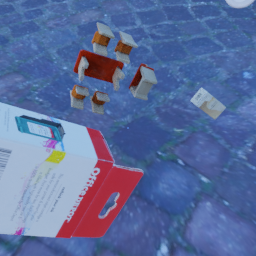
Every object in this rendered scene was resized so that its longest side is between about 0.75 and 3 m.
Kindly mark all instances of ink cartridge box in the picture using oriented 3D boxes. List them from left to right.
[{"bbox_3d":[-1.290,0.675,3.987,2.650,1.539,0.891,18,24,-31],"label":"ink cartridge box"}]

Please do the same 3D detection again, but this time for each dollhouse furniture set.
[{"bbox_3d":[-0.323,-1.304,6.539,1.832,1.852,0.954,13,35,-25],"label":"dollhouse furniture set"}]

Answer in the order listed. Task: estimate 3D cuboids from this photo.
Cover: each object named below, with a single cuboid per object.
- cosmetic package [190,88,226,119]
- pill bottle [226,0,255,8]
[{"bbox_3d":[1.908,-0.569,6.646,0.792,0.417,0.282,27,18,-33],"label":"cosmetic package"},{"bbox_3d":[2.322,-2.788,5.635,0.632,0.632,1.119,19,33,17],"label":"pill bottle"}]
